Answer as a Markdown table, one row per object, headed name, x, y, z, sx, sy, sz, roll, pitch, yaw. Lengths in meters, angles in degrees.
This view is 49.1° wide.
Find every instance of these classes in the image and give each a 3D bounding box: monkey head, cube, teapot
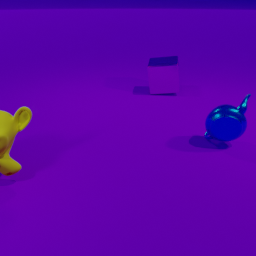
| name | x | y | z | sx | sy | sz | roll | pitch | yaw |
| --- | --- | --- | --- | --- | --- | --- | --- | --- | --- |
| monkey head | -2.683 | 0.292 | 5.819 | 1.775 | 1.277 | 1.070 | -23 | 34 | 19 |
| cube | 1.459 | -2.147 | 11.344 | 1.179 | 1.179 | 1.179 | -2 | 29 | 10 |
| teapot | 2.590 | -0.222 | 7.332 | 1.028 | 1.653 | 0.810 | 34 | 37 | -9 |
